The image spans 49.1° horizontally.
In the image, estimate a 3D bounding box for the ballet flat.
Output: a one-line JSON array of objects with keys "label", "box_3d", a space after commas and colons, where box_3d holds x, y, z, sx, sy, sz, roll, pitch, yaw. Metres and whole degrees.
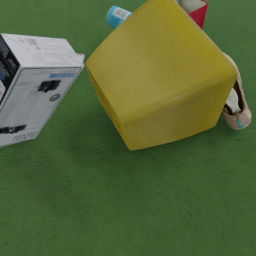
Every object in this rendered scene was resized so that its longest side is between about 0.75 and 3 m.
[{"label": "ballet flat", "box_3d": [2.670, -1.244, 7.662, 0.899, 0.888, 2.642, -27, 61, 22]}]

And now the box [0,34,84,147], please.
[{"label": "box", "box_3d": [-2.355, -0.694, 6.194, 1.600, 2.744, 0.825, -16, 67, -53]}]

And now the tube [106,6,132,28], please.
[{"label": "tube", "box_3d": [0.460, -3.156, 8.990, 2.459, 0.620, 0.952, 31, 98, 15]}]

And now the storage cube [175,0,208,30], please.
[{"label": "storage cube", "box_3d": [1.790, -3.748, 9.762, 1.494, 1.343, 1.277, -34, 59, -24]}]

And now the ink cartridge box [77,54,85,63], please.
[{"label": "ink cartridge box", "box_3d": [-1.904, -2.225, 9.314, 0.773, 0.168, 0.671, 9, 51, 7]}]

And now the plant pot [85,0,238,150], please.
[{"label": "plant pot", "box_3d": [0.545, -0.983, 6.762, 2.367, 2.683, 2.683, -30, 67, -6]}]
